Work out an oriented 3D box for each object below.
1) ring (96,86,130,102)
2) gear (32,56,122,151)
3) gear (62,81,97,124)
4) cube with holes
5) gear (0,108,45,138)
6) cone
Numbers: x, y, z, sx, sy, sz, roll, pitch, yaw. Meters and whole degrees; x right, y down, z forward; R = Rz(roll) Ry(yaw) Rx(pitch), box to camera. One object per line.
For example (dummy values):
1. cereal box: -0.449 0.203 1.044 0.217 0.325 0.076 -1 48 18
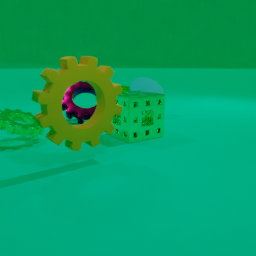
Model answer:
1. ring: -0.492 -1.382 12.424 1.895 0.379 1.895 -4 32 3
2. gear: -0.874 -0.448 5.178 1.699 1.699 0.314 -10 19 -36
3. gear: -1.409 -0.937 9.420 1.717 0.318 1.717 4 56 -6
4. cube with holes: 0.176 -0.356 7.529 1.140 1.140 1.140 -9 16 -34
5. gear: -2.667 -0.138 6.951 1.192 0.220 1.192 19 17 -6
6. cone: 0.505 -0.955 10.257 1.256 1.256 1.261 -5 -29 -21
